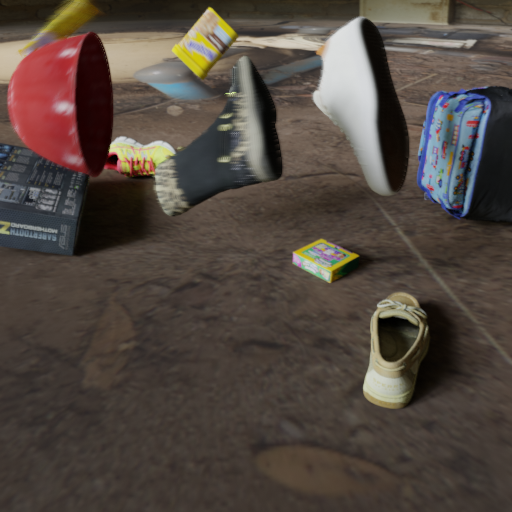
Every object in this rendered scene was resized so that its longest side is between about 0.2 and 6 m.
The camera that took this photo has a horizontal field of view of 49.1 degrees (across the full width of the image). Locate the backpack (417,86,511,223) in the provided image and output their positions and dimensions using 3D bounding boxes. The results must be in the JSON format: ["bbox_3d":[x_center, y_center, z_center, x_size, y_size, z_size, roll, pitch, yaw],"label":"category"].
[{"bbox_3d":[4.835,-2.503,12.793,2.126,2.885,3.160,1,25,-6],"label":"backpack"}]

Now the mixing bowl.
[{"bbox_3d":[-3.439,-2.651,9.789,1.324,2.444,2.444,3,29,-1],"label":"mixing bowl"}]

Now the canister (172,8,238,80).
[{"bbox_3d":[-1.246,-5.253,13.872,1.037,1.396,0.604,42,12,-10],"label":"canister"}]

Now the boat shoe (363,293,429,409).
[{"bbox_3d":[2.115,1.175,8.358,0.904,0.780,2.480,11,31,19],"label":"boat shoe"}]

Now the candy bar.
[{"bbox_3d":[-3.616,-4.123,10.254,1.766,0.440,0.196,-52,29,-17],"label":"candy bar"}]

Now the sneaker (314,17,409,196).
[{"bbox_3d":[1.800,-2.459,9.915,1.133,3.111,1.317,0,-12,-45],"label":"sneaker"}]

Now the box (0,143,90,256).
[{"bbox_3d":[-5.191,-1.381,12.128,2.869,0.928,3.638,9,26,-17],"label":"box"}]

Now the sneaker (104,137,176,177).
[{"bbox_3d":[-3.078,-2.430,14.803,2.501,0.977,1.129,12,41,30],"label":"sneaker"}]

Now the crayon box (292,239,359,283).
[{"bbox_3d":[1.342,0.081,10.821,0.843,0.285,0.977,-25,38,-35],"label":"crayon box"}]

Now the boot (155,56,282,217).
[{"bbox_3d":[-0.628,-1.800,8.355,1.836,0.877,2.431,-22,52,21],"label":"boot"}]
